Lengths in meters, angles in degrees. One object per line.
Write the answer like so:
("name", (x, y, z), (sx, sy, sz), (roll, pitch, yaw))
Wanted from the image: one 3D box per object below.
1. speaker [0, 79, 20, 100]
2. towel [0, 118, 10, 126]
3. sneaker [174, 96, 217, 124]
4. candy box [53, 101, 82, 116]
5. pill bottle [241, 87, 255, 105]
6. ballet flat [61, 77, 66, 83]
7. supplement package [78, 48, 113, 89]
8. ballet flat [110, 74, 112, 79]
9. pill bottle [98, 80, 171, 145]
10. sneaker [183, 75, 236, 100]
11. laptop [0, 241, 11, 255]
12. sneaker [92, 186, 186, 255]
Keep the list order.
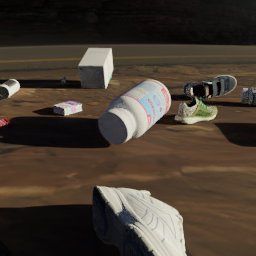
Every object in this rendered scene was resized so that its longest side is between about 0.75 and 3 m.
("speaker", (-5.688, -1.836, 13.250), (0.658, 0.658, 1.620), (-1, 20, -3))
("towel", (-4.520, -0.153, 9.546), (0.839, 0.094, 0.607), (-16, 25, -36))
("sneaker", (2.493, -0.704, 9.920), (1.922, 0.851, 0.739), (-14, 25, -33))
("candy box", (-2.346, -0.775, 10.892), (0.714, 0.304, 0.851), (16, 26, 37))
("pill bottle", (5.464, -1.329, 11.753), (1.293, 0.737, 0.737), (6, 21, 15))
("ballet flat", (-3.784, -2.802, 16.398), (0.309, 0.309, 0.889), (-5, 22, -12))
("supplement package", (-1.701, -3.282, 15.277), (1.382, 1.365, 2.280), (3, 38, 7))
("ballet flat", (-1.257, -3.039, 16.522), (0.506, 0.529, 1.503), (22, 21, -3))
("pill bottle", (0.223, -0.506, 8.509), (1.334, 1.334, 2.452), (12, 33, 30))
("sneaker", (3.801, -1.780, 12.680), (2.478, 0.972, 0.984), (-11, 17, 0))
("laptop", (-2.284, 1.722, 4.071), (0.730, 0.426, 0.824), (18, 27, 39))
("sneaker", (0.371, 1.511, 3.931), (1.172, 1.003, 2.691), (-4, 21, -25))
